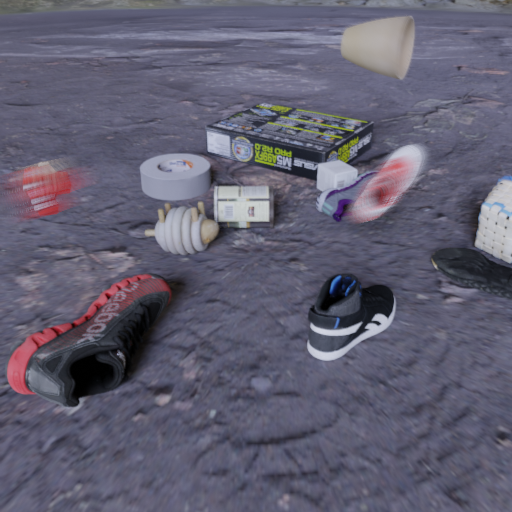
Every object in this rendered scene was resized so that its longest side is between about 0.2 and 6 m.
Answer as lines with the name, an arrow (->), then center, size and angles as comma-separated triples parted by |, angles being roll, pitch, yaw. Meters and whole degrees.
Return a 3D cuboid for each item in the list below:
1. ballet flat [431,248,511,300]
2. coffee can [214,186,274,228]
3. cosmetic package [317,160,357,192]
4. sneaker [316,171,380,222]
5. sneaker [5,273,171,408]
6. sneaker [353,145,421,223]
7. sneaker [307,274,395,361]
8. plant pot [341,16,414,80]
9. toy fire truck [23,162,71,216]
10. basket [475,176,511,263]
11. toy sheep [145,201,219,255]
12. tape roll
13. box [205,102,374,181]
ballet flat -> 4.133, 0.417, 10.076 | 0.752, 0.643, 2.263 | -44, 41, -17
coffee can -> -0.254, -1.049, 12.009 | 1.243, 0.909, 0.909 | 0, 31, 0
cosmetic package -> 1.962, -1.872, 13.650 | 0.650, 0.654, 0.782 | -15, 34, -24
sneaker -> 2.360, -1.282, 12.781 | 1.960, 0.730, 0.858 | -25, 50, -20
sneaker -> -2.091, 1.211, 8.141 | 1.359, 0.983, 2.782 | 21, 39, 31
sneaker -> 2.311, -1.288, 9.382 | 0.562, 0.902, 1.683 | 41, 82, 4
sneaker -> 1.626, 0.688, 8.821 | 0.767, 1.175, 2.100 | 24, 38, 34
plant pot -> 2.596, -4.576, 12.185 | 1.355, 1.269, 1.269 | 15, 34, 24
toy fire truck -> -2.972, -1.021, 7.879 | 0.277, 0.801, 1.136 | -10, 45, -37
basket -> 5.253, -0.831, 11.040 | 1.866, 1.646, 1.298 | -40, 50, -24
toy sheep -> -1.462, -0.513, 11.017 | 1.535, 1.058, 1.058 | 1, 30, 17
tape roll -> -1.993, -1.986, 13.929 | 1.722, 0.569, 1.722 | -1, 31, 0
box -> 0.960, -3.370, 15.984 | 3.836, 0.849, 3.073 | 19, 35, 28
